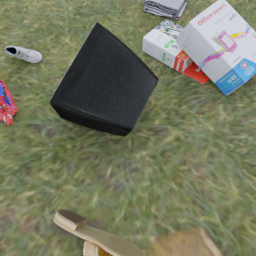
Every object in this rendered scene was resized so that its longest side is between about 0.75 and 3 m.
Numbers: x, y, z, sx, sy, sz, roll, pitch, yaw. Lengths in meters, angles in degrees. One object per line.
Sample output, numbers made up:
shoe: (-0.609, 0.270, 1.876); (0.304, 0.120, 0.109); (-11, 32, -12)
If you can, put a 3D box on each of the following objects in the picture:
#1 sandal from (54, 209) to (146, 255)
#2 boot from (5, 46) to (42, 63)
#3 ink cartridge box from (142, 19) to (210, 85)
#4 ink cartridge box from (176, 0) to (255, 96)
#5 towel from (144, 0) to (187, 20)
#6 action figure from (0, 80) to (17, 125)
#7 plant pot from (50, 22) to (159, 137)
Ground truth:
sandal: (-0.661, 2.498, 5.731); (2.233, 0.819, 0.735); (22, 90, 22)
boot: (-3.309, -2.320, 8.819); (1.097, 0.524, 0.404); (14, 100, 12)
ink cartridge box: (1.784, -2.480, 8.941); (2.397, 0.603, 1.306); (36, 63, 21)
ink cartridge box: (2.818, -2.403, 8.235); (1.662, 0.973, 2.299); (-41, 86, -23)
towel: (1.434, -4.712, 10.427); (1.420, 0.608, 1.176); (20, 59, 13)
action figure: (-3.762, -1.091, 7.753); (0.766, 1.161, 2.347); (-29, 64, -17)
plant pot: (-0.467, -0.857, 6.890); (1.849, 2.080, 2.085); (29, 80, -2)
